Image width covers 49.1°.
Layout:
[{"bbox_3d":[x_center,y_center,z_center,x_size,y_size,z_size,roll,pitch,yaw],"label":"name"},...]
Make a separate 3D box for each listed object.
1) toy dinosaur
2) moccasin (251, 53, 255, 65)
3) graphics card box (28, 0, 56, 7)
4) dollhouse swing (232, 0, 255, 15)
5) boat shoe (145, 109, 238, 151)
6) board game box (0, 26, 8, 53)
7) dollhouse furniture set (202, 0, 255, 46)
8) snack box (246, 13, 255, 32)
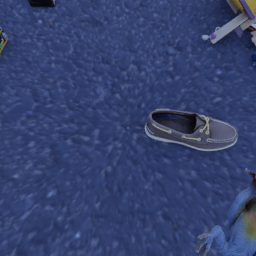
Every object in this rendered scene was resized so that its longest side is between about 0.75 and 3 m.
[{"bbox_3d":[1.578,1.511,3.538,1.010,1.924,1.746,28,93,31],"label":"toy dinosaur"},{"bbox_3d":[4.301,-2.072,8.988,0.306,0.361,0.897,-32,67,-27],"label":"moccasin"},{"bbox_3d":[-3.116,-5.163,10.439,0.915,0.371,1.459,3,66,1],"label":"graphics card box"},{"bbox_3d":[3.702,-4.601,9.737,1.393,1.225,1.266,33,83,-25],"label":"dollhouse swing"},{"bbox_3d":[1.800,0.001,7.791,2.634,0.784,0.946,9,65,4],"label":"boat shoe"},{"bbox_3d":[-4.463,-2.750,8.892,0.387,1.128,1.365,13,67,7],"label":"board game box"},{"bbox_3d":[3.427,-3.703,9.882,1.627,1.816,2.292,-33,35,28],"label":"dollhouse furniture set"},{"bbox_3d":[5.134,-3.113,9.516,0.872,0.295,2.425,-40,71,-17],"label":"snack box"}]
